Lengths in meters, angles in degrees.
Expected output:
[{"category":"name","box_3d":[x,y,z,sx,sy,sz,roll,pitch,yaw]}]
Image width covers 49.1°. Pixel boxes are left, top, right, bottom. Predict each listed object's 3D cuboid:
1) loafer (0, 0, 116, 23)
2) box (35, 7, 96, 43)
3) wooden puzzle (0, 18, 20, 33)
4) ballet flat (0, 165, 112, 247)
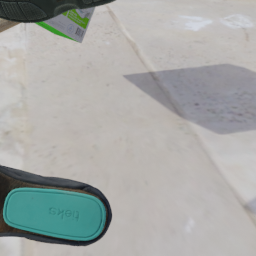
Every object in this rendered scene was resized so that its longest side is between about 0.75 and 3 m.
[{"category":"loafer","box_3d":[-0.684,-1.321,2.506,1.610,0.578,0.506,4,46,20]},{"category":"box","box_3d":[-1.941,-3.815,6.958,1.314,2.398,2.718,26,8,28]},{"category":"wooden puzzle","box_3d":[-1.653,-1.647,3.723,1.731,0.433,1.869,-36,34,-21]},{"category":"ballet flat","box_3d":[-1.512,0.870,3.435,2.657,0.971,0.971,13,44,-4]}]
